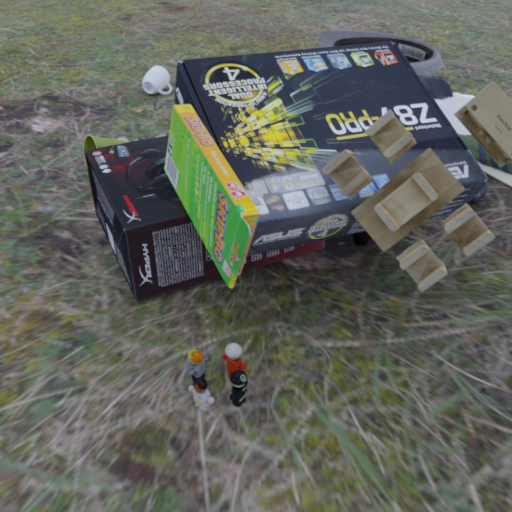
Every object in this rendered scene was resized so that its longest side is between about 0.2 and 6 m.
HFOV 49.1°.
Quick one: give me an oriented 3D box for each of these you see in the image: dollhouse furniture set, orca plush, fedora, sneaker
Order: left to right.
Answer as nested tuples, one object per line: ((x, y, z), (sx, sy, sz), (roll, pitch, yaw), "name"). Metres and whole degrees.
((3.060, -4.720, 14.478), (3.223, 1.455, 2.851), (-1, 38, -8), "fedora")
((3.029, -1.712, 11.009), (2.563, 1.732, 4.872), (49, 57, -10), "orca plush")
((2.249, -0.997, 7.005), (1.883, 2.148, 1.427), (51, 18, 3), "dollhouse furniture set")
((4.125, -1.762, 9.356), (2.097, 0.942, 0.703), (41, 19, 32), "sneaker")

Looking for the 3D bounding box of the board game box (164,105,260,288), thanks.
((-0.607, -0.796, 7.229), (0.355, 1.130, 2.366), (-10, 53, -25), "board game box")

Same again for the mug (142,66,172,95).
((-2.674, -4.673, 15.224), (0.809, 0.598, 0.710), (33, 47, -7), "mug")

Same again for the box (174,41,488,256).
((1.027, -1.775, 8.453), (3.857, 0.947, 3.109), (-11, 63, -20), "box")

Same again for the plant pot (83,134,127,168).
((-3.080, -2.131, 11.715), (0.804, 0.846, 0.846), (-12, 37, -36), "plant pot")

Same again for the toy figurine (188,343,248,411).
((-0.481, 1.500, 7.020), (0.749, 0.529, 0.761), (-4, 38, -6), "toy figurine")

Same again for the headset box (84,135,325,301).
((-0.719, -1.002, 9.584), (3.702, 1.430, 2.755), (-16, 40, -19), "headset box")
